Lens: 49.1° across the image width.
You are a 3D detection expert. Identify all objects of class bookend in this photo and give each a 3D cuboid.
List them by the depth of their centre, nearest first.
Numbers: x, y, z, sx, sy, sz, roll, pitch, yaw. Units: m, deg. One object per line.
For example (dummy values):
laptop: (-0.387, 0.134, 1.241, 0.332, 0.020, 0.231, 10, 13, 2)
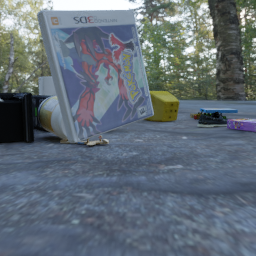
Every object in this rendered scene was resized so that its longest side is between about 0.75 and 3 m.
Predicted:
bookend: (-4.478, -0.355, 8.182, 2.947, 1.357, 2.929, -4, 8, -25)

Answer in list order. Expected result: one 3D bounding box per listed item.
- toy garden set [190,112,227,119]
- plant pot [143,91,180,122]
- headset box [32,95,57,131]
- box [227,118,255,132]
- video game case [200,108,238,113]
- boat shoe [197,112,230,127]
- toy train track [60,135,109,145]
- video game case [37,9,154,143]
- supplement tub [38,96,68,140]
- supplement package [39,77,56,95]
toy garden set: (4.039, -0.717, 14.863, 1.591, 0.381, 1.909, -1, 7, -8)
plant pot: (1.655, -0.957, 13.382, 1.400, 1.401, 1.235, -5, 19, -34)
headset box: (-2.545, -0.650, 10.941, 2.311, 1.231, 2.654, -6, 10, -44)
box: (4.696, -0.099, 10.116, 1.208, 0.345, 1.765, -5, 9, -36)
video game case: (4.548, -0.886, 14.236, 1.494, 0.186, 2.087, 0, 6, 7)
boat shoe: (3.529, -0.368, 11.315, 1.760, 0.584, 0.658, -3, 8, -25)
toy train track: (-1.151, 0.306, 7.396, 1.314, 0.214, 0.754, 0, 3, 13)
video game case: (-0.495, -1.141, 5.664, 2.182, 2.394, 0.275, -20, 13, -38)
supplement tub: (-1.826, -0.297, 8.163, 1.159, 1.159, 1.606, -5, 14, -37)
supplement package: (-3.853, -1.663, 15.192, 1.687, 2.166, 1.201, -4, 8, -31)
